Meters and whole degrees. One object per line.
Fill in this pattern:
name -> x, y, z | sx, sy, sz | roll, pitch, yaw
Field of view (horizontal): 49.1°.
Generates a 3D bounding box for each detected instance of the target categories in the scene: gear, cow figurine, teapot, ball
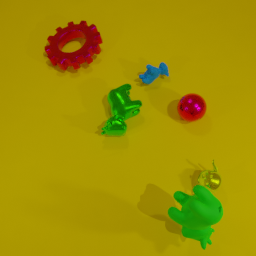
gear -> -1.868, -2.864, 9.634 | 1.949, 0.360, 1.949 | -5, 61, 10
cow figurine -> 1.651, 2.028, 6.294 | 1.534, 1.559, 0.856 | 37, 53, -11
teapot -> 2.191, 1.381, 7.585 | 0.520, 0.661, 1.063 | 33, 81, -26
cow figurine -> 0.893, -1.774, 9.205 | 0.893, 0.878, 0.490 | -49, 55, 24
ball -> 1.928, -0.617, 8.462 | 0.872, 0.872, 0.872 | 0, 64, 0
cow figurine -> -0.321, -0.513, 8.469 | 1.494, 0.833, 1.518 | -24, 70, -18
